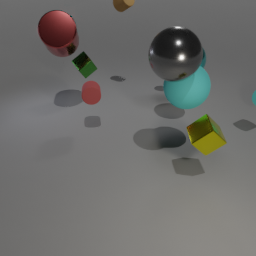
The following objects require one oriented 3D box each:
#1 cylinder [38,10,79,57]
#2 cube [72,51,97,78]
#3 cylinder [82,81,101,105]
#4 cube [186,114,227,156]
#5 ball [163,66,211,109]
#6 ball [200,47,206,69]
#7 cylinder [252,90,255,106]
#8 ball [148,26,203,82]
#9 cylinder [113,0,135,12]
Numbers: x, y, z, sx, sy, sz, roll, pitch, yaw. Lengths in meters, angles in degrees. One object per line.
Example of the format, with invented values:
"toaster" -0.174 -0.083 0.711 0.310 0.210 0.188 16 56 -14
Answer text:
"cylinder" -2.650 -3.610 10.871 1.400 1.400 1.400 -3 1 -6
"cube" -1.897 -2.756 12.252 0.700 0.700 0.700 -39 64 1
"cylinder" -1.358 -1.309 10.358 0.700 0.700 0.700 -4 29 -6
"cube" 2.141 0.192 7.685 0.700 0.700 0.700 -37 34 26
"ball" 1.775 -1.268 8.480 1.400 1.400 1.400 0 31 0
"ball" 2.135 -2.494 10.221 1.400 1.400 1.400 0 31 0
"cylinder" 4.999 -1.116 10.163 0.700 0.700 0.700 -11 31 -38
"ball" 1.228 -1.904 7.292 1.400 1.400 1.400 0 31 0
"cylinder" -0.190 -5.555 12.274 0.700 0.700 0.700 -26 13 -37
